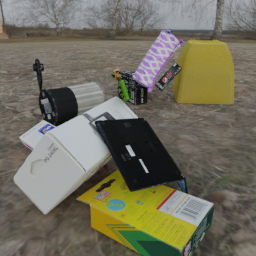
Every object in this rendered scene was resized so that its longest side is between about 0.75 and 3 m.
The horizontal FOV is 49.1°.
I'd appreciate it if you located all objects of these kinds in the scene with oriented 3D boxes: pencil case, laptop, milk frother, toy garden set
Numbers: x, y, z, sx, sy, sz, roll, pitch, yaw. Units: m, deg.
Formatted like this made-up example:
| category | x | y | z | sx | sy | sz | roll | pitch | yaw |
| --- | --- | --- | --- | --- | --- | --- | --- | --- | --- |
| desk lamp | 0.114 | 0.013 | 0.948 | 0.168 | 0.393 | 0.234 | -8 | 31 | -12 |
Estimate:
| category | x | y | z | sx | sy | sz | roll | pitch | yaw |
| --- | --- | --- | --- | --- | --- | --- | --- | --- | --- |
| pencil case | 1.309 | -2.956 | 12.340 | 1.130 | 2.644 | 1.109 | 38 | 12 | 20 |
| laptop | 0.366 | 0.750 | 6.283 | 2.065 | 1.067 | 1.830 | -5 | 47 | -33 |
| milk frother | -2.496 | -1.623 | 11.512 | 2.355 | 2.504 | 2.260 | -18 | 27 | -38 |
| toy garden set | -0.219 | -1.069 | 6.859 | 0.206 | 0.860 | 1.032 | -18 | 4 | -2 |

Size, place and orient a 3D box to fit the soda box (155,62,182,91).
| category | x | y | z | sx | sy | sz | roll | pitch | yaw |
| --- | --- | --- | --- | --- | --- | --- | --- | --- | --- |
| soda box | 1.793 | -2.263 | 12.458 | 0.416 | 1.314 | 0.465 | 43 | 1 | 4 |

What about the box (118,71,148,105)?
| category | x | y | z | sx | sy | sz | roll | pitch | yaw |
| --- | --- | --- | --- | --- | --- | --- | --- | --- | --- |
| box | 0.229 | -2.038 | 14.026 | 0.727 | 1.382 | 1.687 | -13 | 25 | -29 |

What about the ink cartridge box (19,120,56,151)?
| category | x | y | z | sx | sy | sz | roll | pitch | yaw |
| --- | --- | --- | --- | --- | --- | --- | --- | --- | --- |
| ink cartridge box | -2.507 | 0.419 | 8.830 | 1.013 | 0.397 | 2.139 | -41 | 39 | -26 |

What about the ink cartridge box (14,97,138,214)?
| category | x | y | z | sx | sy | sz | roll | pitch | yaw |
| --- | --- | --- | --- | --- | --- | --- | --- | --- | --- |
| ink cartridge box | -1.065 | 0.552 | 6.660 | 1.112 | 1.937 | 2.668 | 46 | 35 | 4 |

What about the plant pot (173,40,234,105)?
| category | x | y | z | sx | sy | sz | roll | pitch | yaw |
| --- | --- | --- | --- | --- | --- | --- | --- | --- | --- |
| plant pot | 3.864 | -2.992 | 14.399 | 2.799 | 2.882 | 2.818 | 2 | 23 | 4 |

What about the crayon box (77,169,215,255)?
| category | x | y | z | sx | sy | sz | roll | pitch | yaw |
| --- | --- | --- | --- | --- | --- | --- | --- | --- | --- |
| crayon box | 0.326 | 1.714 | 5.740 | 2.400 | 0.610 | 1.524 | 16 | 27 | 33 |
